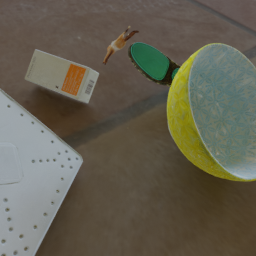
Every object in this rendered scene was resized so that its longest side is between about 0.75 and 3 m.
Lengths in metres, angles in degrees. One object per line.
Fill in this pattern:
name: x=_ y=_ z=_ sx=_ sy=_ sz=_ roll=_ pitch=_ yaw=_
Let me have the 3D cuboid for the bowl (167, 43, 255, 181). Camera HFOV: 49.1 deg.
bowl: x=1.875 y=-0.220 z=6.472 sx=2.976 sy=1.601 sz=2.976 roll=10 pitch=71 yaw=-33

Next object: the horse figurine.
horse figurine: x=-0.294 y=-2.741 z=9.079 sx=0.362 sy=1.451 sz=0.962 roll=42 pitch=50 yaw=-23

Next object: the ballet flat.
ballet flat: x=1.133 y=-1.538 z=8.145 sx=2.650 sy=0.998 sz=0.899 roll=25 pitch=78 yaw=-4

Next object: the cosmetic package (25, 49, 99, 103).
cosmetic package: x=-1.935 y=-1.509 z=8.185 sx=1.918 sy=0.683 sz=0.973 roll=21 pitch=93 yaw=18

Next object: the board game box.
board game box: x=-2.481 y=0.725 z=5.219 sx=2.874 sy=0.372 sz=2.874 roll=42 pitch=36 yaw=-17
